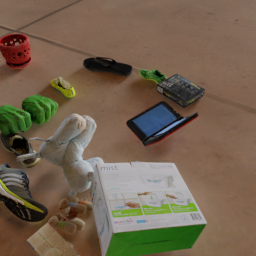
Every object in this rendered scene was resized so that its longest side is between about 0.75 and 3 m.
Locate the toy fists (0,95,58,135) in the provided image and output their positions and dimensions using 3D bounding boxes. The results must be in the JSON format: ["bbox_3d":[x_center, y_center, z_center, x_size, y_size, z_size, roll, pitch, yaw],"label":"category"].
[{"bbox_3d":[-3.977,-0.516,11.029,1.319,0.890,2.588,21,34,34],"label":"toy fists"}]

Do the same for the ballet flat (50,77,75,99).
[{"bbox_3d":[-3.012,-1.999,12.874,0.595,0.597,1.780,-31,52,-28],"label":"ballet flat"}]

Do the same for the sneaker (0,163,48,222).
[{"bbox_3d":[-3.433,1.869,8.705,2.755,1.018,1.115,27,47,23],"label":"sneaker"}]

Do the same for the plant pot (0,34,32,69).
[{"bbox_3d":[-5.665,-3.878,14.244,1.478,1.346,1.478,0,45,0],"label":"plant pot"}]

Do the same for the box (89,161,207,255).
[{"bbox_3d":[0.414,2.103,7.684,2.548,1.232,2.248,2,36,-22],"label":"box"}]

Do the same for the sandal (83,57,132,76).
[{"bbox_3d":[-1.014,-3.261,14.180,2.592,0.555,0.986,11,46,11],"label":"sandal"}]

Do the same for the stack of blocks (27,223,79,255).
[{"bbox_3d":[-1.445,3.483,6.841,2.165,1.247,0.634,32,53,28],"label":"stack of blocks"}]

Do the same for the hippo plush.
[{"bbox_3d":[-1.563,0.877,8.777,2.014,1.995,2.505,49,27,17],"label":"hippo plush"}]

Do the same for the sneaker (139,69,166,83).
[{"bbox_3d":[1.228,-2.592,13.459,1.477,0.617,0.547,26,51,24],"label":"sneaker"}]

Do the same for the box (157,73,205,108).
[{"bbox_3d":[2.374,-1.728,12.707,1.362,0.441,1.728,-32,52,-27],"label":"box"}]

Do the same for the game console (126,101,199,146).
[{"bbox_3d":[1.256,-0.332,10.584,2.073,1.786,1.230,-31,91,-21],"label":"game console"}]

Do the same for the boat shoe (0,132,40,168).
[{"bbox_3d":[-3.969,0.567,10.127,0.802,0.738,2.246,-35,51,-28],"label":"boat shoe"}]

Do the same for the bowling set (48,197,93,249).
[{"bbox_3d":[-1.750,2.446,7.937,0.997,1.292,1.857,14,42,15],"label":"bowling set"}]
